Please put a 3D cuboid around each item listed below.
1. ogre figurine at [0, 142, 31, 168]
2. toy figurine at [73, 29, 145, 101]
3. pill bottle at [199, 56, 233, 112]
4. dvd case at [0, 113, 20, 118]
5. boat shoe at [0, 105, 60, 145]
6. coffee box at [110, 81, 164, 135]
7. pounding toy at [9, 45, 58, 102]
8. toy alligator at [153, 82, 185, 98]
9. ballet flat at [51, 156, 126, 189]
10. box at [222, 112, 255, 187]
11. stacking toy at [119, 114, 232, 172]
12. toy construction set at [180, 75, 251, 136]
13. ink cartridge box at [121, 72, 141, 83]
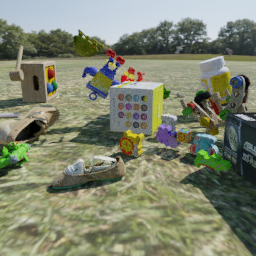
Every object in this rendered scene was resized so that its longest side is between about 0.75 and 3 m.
[{"bbox_3d":[-2.694,0.628,6.477,0.685,0.560,1.142,-15,-1,11],"label":"ogre figurine"},{"bbox_3d":[-0.984,-1.746,9.372,2.735,1.639,1.443,31,-2,-13],"label":"toy figurine"},{"bbox_3d":[3.529,-1.745,11.132,1.131,1.978,1.131,-17,12,4],"label":"pill bottle"},{"bbox_3d":[-4.635,-0.480,10.858,0.795,0.064,0.591,-4,17,-11],"label":"dvd case"},{"bbox_3d":[-2.734,-0.037,8.269,0.767,0.848,2.379,16,28,21],"label":"boat shoe"},{"bbox_3d":[0.322,-0.714,9.225,1.429,1.443,1.445,6,18,19],"label":"coffee box"},{"bbox_3d":[-4.348,-2.564,13.302,1.354,2.600,2.960,1,17,3],"label":"pounding toy"},{"bbox_3d":[1.536,-1.960,14.439,2.970,0.806,0.881,-2,17,-8],"label":"toy alligator"},{"bbox_3d":[-0.799,0.845,5.724,1.551,0.506,0.547,-7,17,-23],"label":"ballet flat"},{"bbox_3d":[3.577,0.532,5.543,2.280,1.199,2.784,-3,17,-7],"label":"box"},{"bbox_3d":[1.493,0.382,7.196,2.801,0.658,2.112,14,24,34],"label":"stacking toy"},{"bbox_3d":[2.982,-0.293,8.466,2.046,1.885,2.454,-26,-9,17],"label":"toy construction set"},{"bbox_3d":[0.326,-1.336,11.006,0.768,1.607,1.830,5,18,16],"label":"ink cartridge box"}]
